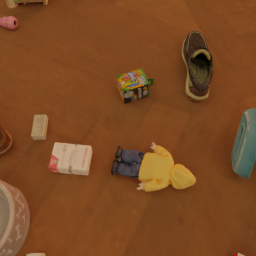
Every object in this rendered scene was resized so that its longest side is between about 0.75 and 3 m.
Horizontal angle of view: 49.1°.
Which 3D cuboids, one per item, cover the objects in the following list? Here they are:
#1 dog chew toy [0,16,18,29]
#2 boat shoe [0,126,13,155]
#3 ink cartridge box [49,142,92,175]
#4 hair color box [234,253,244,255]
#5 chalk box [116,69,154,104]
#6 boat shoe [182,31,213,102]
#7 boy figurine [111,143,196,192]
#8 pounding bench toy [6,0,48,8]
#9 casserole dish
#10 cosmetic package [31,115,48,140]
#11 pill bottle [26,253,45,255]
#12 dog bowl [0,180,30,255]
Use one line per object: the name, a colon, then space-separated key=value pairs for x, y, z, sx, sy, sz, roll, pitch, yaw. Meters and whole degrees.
dog chew toy: x=-4.829 y=-4.227 z=11.206 sx=0.791 sy=0.492 sz=0.492 roll=12 pitch=61 yaw=15
boat shoe: x=-4.886 y=-0.139 z=8.547 sx=2.977 sy=1.005 sz=1.071 roll=29 pitch=64 yaw=15
ink cartridge box: x=-1.664 y=0.920 z=8.260 sx=1.110 sy=0.460 sz=0.813 roll=5 pitch=60 yaw=3
hair color box: x=3.089 y=3.607 z=6.792 sx=1.130 sy=0.361 sz=0.627 roll=23 pitch=62 yaw=14
chalk box: x=0.294 y=-1.444 z=9.422 sx=1.183 sy=0.738 sz=0.733 roll=-18 pitch=62 yaw=-8
boat shoe: x=2.516 y=-2.362 z=9.795 sx=1.056 sy=0.971 sz=2.956 roll=7 pitch=63 yaw=-3
boy figurine: x=0.750 y=1.124 z=7.977 sx=2.349 sy=0.757 sz=1.460 roll=12 pitch=64 yaw=5
pounding bench toy: x=-4.093 y=-5.755 z=11.606 sx=1.589 sy=1.265 sz=2.037 roll=-2 pitch=60 yaw=-2
casserole dish: x=3.245 y=0.395 z=7.693 sx=0.411 sy=2.118 sz=1.283 roll=10 pitch=32 yaw=9
cosmetic package: x=-2.798 y=-0.028 z=8.907 sx=0.401 sy=0.283 sz=0.774 roll=-1 pitch=61 yaw=0
pill bottle: x=-2.232 y=3.587 z=6.655 sx=0.609 sy=0.609 sz=1.080 roll=-3 pitch=60 yaw=-2
dog bowl: x=-3.972 y=2.455 z=7.215 sx=2.654 sy=0.778 sz=2.654 roll=0 pitch=61 yaw=0
